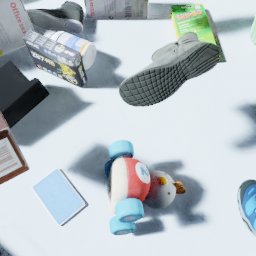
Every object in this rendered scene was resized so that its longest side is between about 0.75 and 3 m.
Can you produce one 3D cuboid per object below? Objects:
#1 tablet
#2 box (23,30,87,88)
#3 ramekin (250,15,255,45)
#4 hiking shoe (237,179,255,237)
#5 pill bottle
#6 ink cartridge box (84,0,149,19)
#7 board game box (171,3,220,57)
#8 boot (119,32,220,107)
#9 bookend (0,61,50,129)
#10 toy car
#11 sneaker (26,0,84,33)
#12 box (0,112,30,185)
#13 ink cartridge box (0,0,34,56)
[{"bbox_3d":[-1.795,1.747,7.195,0.846,0.089,1.300,-38,69,-16],"label":"tablet"},{"bbox_3d":[-2.100,-2.006,8.298,1.726,1.391,0.424,26,67,11],"label":"box"},{"bbox_3d":[4.858,-3.248,9.237,1.579,0.771,1.579,0,64,0],"label":"ramekin"},{"bbox_3d":[3.454,2.390,6.252,1.041,1.213,2.797,-16,65,-8],"label":"hiking shoe"},{"bbox_3d":[-1.883,-2.500,8.819,1.584,0.887,0.887,24,66,12],"label":"pill bottle"},{"bbox_3d":[-0.382,-4.566,9.432,2.159,1.571,0.907,0,64,0],"label":"ink cartridge box"},{"bbox_3d":[2.209,-3.254,9.489,1.179,0.370,2.469,-5,67,-3],"label":"board game box"},{"bbox_3d":[0.724,-1.242,5.804,2.095,0.709,1.369,-27,29,2],"label":"boot"},{"bbox_3d":[-3.791,-1.108,7.826,2.126,0.979,2.113,43,79,12],"label":"bookend"},{"bbox_3d":[0.507,1.384,6.627,1.924,1.701,1.773,0,53,-13],"label":"toy car"},{"bbox_3d":[-2.444,-3.919,9.643,2.026,0.716,1.005,11,63,-1],"label":"sneaker"},{"bbox_3d":[-2.584,0.309,5.575,0.693,0.926,1.849,-28,26,-22],"label":"box"},{"bbox_3d":[-4.420,-3.145,8.544,2.625,1.938,1.124,-29,68,-15],"label":"ink cartridge box"}]
